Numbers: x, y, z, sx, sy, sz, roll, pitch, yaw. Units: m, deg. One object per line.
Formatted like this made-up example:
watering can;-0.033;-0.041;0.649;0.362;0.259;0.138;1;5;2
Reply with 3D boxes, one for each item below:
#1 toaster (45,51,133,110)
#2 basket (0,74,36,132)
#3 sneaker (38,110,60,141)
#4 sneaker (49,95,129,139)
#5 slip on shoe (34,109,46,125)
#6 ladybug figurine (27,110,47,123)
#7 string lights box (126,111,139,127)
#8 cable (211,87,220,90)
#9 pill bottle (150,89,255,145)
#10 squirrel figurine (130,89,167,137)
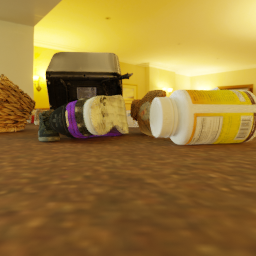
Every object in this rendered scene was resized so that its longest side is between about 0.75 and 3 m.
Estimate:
toaster;-1.204;-1.081;8.672;2.482;2.244;1.473;-1;43;-6
basket;-4.785;-0.340;9.369;2.838;2.114;2.025;2;-29;28
sneaker;-1.825;-0.052;6.409;0.458;0.686;1.198;-1;10;-21
sneaker;-0.934;-0.255;6.973;1.446;1.011;2.908;-9;-3;16
slip on shoe;-3.450;-0.567;14.055;2.536;0.768;0.964;-3;4;-38
ladybug figurine;-4.845;-0.656;15.766;2.048;0.737;1.390;-1;4;-18
string lights box;0.256;-0.430;12.415;1.203;0.690;2.341;-1;4;-11
cable;2.342;-0.642;9.615;2.045;0.708;2.045;-29;3;-43
pill bottle;1.513;-0.224;5.660;2.018;1.102;1.102;-1;4;-12
squirrel figurine;0.994;-0.377;8.089;1.627;1.234;1.743;6;2;-35
